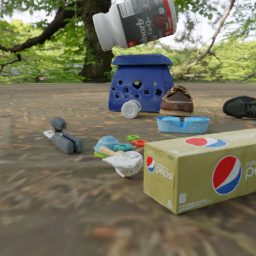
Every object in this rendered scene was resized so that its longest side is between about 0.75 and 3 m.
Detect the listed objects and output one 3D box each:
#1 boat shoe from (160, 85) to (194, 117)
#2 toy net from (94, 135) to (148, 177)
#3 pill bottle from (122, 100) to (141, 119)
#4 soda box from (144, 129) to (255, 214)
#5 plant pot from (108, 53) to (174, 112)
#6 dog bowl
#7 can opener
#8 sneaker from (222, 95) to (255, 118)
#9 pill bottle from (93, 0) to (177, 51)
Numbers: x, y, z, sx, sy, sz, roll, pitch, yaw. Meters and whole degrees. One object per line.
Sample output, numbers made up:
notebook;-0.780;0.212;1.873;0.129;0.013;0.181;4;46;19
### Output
boat shoe;1.484;-0.840;8.683;0.974;0.973;2.766;8;7;2
toy net;-0.040;0.447;4.470;0.891;0.328;1.699;1;12;-11
pill bottle;0.149;-0.658;9.484;0.563;0.563;1.013;2;11;10
soda box;1.218;0.442;3.524;2.017;0.646;0.683;-6;12;-27
plant pot;0.664;-1.871;11.493;2.446;2.199;2.446;3;10;17
dog bowl;1.390;-0.091;7.150;1.332;0.330;0.742;1;11;10
can opener;-1.335;0.103;5.648;0.405;0.507;1.517;-6;13;-31
sneaker;3.996;-0.608;8.696;1.976;0.756;1.132;8;6;14
pill bottle;0.258;-3.860;10.300;2.804;1.624;1.624;-16;10;4
